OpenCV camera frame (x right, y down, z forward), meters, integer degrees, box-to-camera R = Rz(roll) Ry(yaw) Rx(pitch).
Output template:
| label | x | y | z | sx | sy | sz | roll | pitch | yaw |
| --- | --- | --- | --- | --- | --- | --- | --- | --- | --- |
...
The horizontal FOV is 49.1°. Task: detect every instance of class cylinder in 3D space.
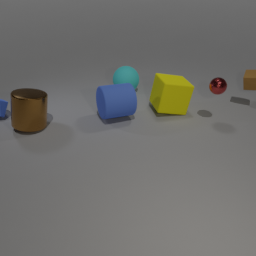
| label | x | y | z | sx | sy | sz | roll | pitch | yaw |
| --- | --- | --- | --- | --- | --- | --- | --- | --- | --- |
| cylinder | -3.993 | -0.748 | 11.347 | 1.400 | 1.400 | 1.400 | 7 | 23 | -3 |
| cylinder | -0.512 | -1.161 | 11.985 | 1.400 | 1.400 | 1.400 | -10 | 31 | -20 |

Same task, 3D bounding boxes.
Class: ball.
| label | x | y | z | sx | sy | sz | roll | pitch | yaw |
| --- | --- | --- | --- | --- | --- | --- | --- | --- | --- |
| ball | 3.650 | -1.701 | 11.354 | 0.700 | 0.700 | 0.700 | 0 | 29 | 0 |
| ball | -0.106 | -2.577 | 14.865 | 1.400 | 1.400 | 1.400 | 0 | 29 | 0 |

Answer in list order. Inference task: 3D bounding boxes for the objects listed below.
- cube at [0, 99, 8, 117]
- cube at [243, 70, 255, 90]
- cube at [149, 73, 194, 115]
| label | x | y | z | sx | sy | sz | roll | pitch | yaw |
| --- | --- | --- | --- | --- | --- | --- | --- | --- | --- |
| cube | -5.748 | -0.925 | 12.176 | 0.700 | 0.700 | 0.700 | 13 | 4 | -43 |
| cube | 5.745 | -2.213 | 12.900 | 0.700 | 0.700 | 0.700 | 7 | 45 | 30 |
| cube | 1.943 | -1.554 | 12.758 | 1.400 | 1.400 | 1.400 | 4 | 28 | -16 |
